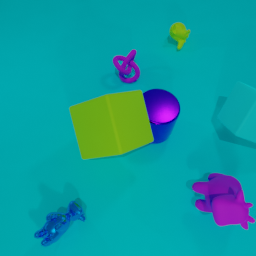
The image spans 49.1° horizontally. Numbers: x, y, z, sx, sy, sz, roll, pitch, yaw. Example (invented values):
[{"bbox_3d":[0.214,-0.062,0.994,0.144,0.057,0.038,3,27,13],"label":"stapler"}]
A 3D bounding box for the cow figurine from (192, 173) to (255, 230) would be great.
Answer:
[{"bbox_3d":[2.106,1.479,5.941,1.498,0.822,1.474,-18,11,-40],"label":"cow figurine"}]

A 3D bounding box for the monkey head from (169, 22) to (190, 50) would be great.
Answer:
[{"bbox_3d":[1.721,-3.204,9.704,0.693,1.151,0.828,26,104,7],"label":"monkey head"}]

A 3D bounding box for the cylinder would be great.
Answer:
[{"bbox_3d":[0.743,-0.297,7.507,1.108,1.108,1.108,2,60,-4],"label":"cylinder"}]

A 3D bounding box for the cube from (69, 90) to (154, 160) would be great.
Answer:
[{"bbox_3d":[-0.371,-0.083,6.521,1.266,1.266,1.266,-17,94,-50],"label":"cube"}]

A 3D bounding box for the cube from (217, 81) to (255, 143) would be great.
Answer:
[{"bbox_3d":[3.184,-0.356,7.092,1.117,1.117,1.117,18,22,-16],"label":"cube"}]

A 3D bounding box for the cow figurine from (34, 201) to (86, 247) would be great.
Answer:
[{"bbox_3d":[-1.445,2.091,6.179,0.558,1.001,1.017,39,95,22],"label":"cow figurine"}]

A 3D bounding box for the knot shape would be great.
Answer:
[{"bbox_3d":[-0.067,-1.929,8.671,0.486,1.052,0.985,12,11,41],"label":"knot shape"}]
